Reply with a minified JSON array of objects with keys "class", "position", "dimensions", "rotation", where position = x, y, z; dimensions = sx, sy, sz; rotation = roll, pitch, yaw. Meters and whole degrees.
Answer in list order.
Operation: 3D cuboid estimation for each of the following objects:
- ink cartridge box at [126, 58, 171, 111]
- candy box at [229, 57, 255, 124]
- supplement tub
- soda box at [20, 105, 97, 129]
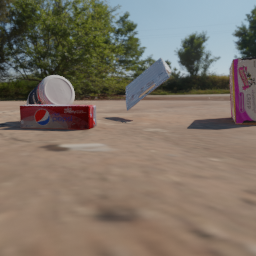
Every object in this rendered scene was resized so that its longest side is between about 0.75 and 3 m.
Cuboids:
[{"class":"ink cartridge box","position":[0.785,-1.539,10.432],"dimensions":[1.902,0.562,2.376],"rotation":[-38,24,18]},{"class":"candy box","position":[3.989,-1.258,9.588],"dimensions":[0.891,1.991,2.920],"rotation":[-3,5,18]},{"class":"supplement tub","position":[-2.568,-0.932,9.138],"dimensions":[1.147,1.147,1.634],"rotation":[-5,-10,-38]},{"class":"soda box","position":[-1.873,-0.321,7.571],"dimensions":[1.962,0.622,0.687],"rotation":[1,7,11]}]
